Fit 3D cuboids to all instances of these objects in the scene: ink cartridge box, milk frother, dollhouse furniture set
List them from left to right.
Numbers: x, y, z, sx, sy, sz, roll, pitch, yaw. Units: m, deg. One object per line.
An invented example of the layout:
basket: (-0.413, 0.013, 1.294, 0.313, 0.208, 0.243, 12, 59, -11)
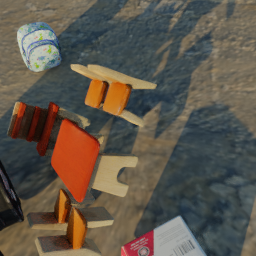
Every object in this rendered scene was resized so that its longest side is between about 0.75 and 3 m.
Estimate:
milk frother: (-3.301, 1.172, 4.344, 2.563, 2.725, 2.459, -25, 29, -20)
dollhouse furniture set: (-1.196, 0.306, 5.146, 1.541, 2.992, 2.960, 15, 4, -30)
ink cartridge box: (0.800, 2.573, 4.709, 1.229, 0.706, 1.692, -20, 55, -20)

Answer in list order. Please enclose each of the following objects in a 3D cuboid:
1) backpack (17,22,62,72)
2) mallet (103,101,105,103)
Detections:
backpack: (-2.546, -2.352, 8.180, 1.148, 1.255, 0.922, -22, 52, -16)
mallet: (-0.321, -0.509, 6.845, 0.398, 0.249, 1.210, -36, 25, -13)
